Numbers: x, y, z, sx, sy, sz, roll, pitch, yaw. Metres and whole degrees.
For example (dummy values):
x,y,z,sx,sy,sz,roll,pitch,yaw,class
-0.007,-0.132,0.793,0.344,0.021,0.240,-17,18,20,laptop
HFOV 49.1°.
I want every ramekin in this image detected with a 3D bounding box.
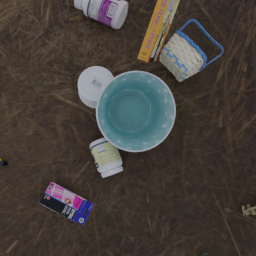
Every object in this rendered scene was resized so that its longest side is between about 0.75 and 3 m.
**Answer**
x,y,z,sx,sy,sz,roll,pitch,yaw,class
-1.279,-1.718,11.600,1.691,0.824,1.691,0,78,0,ramekin

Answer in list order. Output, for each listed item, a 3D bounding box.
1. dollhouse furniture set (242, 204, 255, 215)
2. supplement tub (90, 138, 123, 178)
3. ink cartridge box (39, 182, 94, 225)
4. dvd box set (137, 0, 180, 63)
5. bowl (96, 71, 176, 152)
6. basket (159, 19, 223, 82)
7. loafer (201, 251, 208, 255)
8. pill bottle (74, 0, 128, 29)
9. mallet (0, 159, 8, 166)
x,y,z,sx,sy,sz,roll,pitch,yaw,class
4.920,2.920,10.663,0.910,0.797,0.604,-6,78,-28,dollhouse furniture set
-0.821,1.131,10.902,1.008,1.008,1.390,-20,79,-4,supplement tub
-2.374,2.939,10.887,1.915,0.355,0.907,27,79,3,ink cartridge box
1.174,-3.668,9.618,0.412,2.048,2.800,23,109,8,dvd box set
0.204,-0.642,10.784,2.941,1.538,2.941,-1,95,-9,bowl
2.505,-3.196,11.524,2.238,1.557,1.974,-39,80,-3,basket
2.842,5.120,10.424,0.343,0.301,0.955,5,78,1,loafer
-1.179,-5.260,12.154,2.157,1.211,1.211,26,79,5,pill bottle
-5.268,1.141,11.249,1.017,0.335,0.209,42,81,8,mallet
